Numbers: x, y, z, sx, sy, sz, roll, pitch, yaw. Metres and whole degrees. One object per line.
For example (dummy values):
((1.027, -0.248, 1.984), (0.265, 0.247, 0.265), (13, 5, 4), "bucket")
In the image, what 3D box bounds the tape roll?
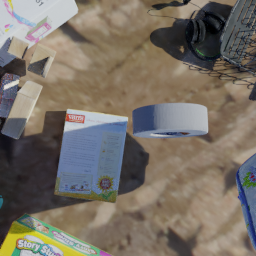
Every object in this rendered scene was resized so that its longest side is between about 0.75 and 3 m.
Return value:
((0.645, -0.083, 4.372), (1.159, 1.159, 0.383), (0, 82, 0), "tape roll")

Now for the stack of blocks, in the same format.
((-2.919, -0.763, 6.788), (0.299, 0.587, 1.020), (9, 86, -34), "stack of blocks")

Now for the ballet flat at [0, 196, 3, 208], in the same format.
((-3.738, 1.847, 6.664), (1.432, 0.482, 0.504), (2, 70, -1), "ballet flat")

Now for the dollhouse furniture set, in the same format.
((-3.365, -1.084, 5.836), (2.932, 1.432, 2.501), (24, 106, -18), "dollhouse furniture set")

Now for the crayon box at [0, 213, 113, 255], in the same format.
((-1.783, 3.697, 6.399), (2.762, 0.805, 2.383), (25, 85, 2), "crayon box")

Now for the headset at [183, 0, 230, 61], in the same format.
((1.858, -2.516, 7.037), (1.054, 0.802, 1.708), (-28, 102, -6), "headset")

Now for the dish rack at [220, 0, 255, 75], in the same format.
((3.627, -2.079, 6.736), (2.678, 0.731, 2.054), (24, 85, -8), "dish rack")

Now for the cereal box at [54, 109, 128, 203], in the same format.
((-0.870, 0.659, 6.804), (1.502, 0.412, 2.087), (9, 86, 1), "cereal box")

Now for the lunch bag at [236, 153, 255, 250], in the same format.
((2.740, 0.914, 3.997), (2.237, 2.782, 1.147), (-40, 93, 21), "lunch bag")

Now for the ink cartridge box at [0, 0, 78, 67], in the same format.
((-2.727, -2.990, 6.742), (2.458, 1.041, 1.777), (-37, 86, -4), "ink cartridge box")
